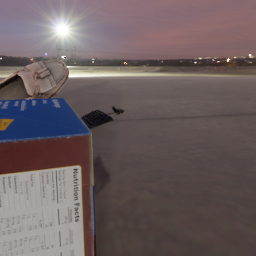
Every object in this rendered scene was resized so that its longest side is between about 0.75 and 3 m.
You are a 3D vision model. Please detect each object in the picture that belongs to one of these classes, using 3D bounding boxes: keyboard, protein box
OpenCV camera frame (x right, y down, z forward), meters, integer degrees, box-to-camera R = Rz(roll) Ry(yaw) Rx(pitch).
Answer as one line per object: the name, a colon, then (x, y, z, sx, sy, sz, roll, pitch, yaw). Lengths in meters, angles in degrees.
keyboard: (-0.645, -0.317, 6.878, 1.011, 0.164, 1.590, -21, 15, -13)
protein box: (-1.287, 0.441, 2.397, 1.717, 1.158, 1.704, -4, 15, -18)

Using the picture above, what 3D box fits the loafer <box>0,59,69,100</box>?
loafer: (-2.754, -0.953, 7.138, 2.810, 1.010, 0.884, -34, -7, -13)
